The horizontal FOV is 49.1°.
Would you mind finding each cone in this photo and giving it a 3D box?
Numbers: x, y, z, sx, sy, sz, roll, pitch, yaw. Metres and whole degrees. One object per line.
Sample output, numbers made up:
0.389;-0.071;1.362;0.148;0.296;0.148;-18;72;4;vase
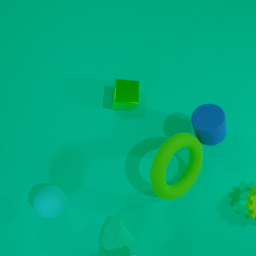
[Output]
-0.125;3.101;7.954;0.883;0.880;0.880;29;76;-27;cone

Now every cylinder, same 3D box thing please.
2.309;-0.082;7.958;0.906;0.906;0.906;-10;58;16;cylinder

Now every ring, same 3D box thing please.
1.384;1.075;7.806;0.393;1.966;1.966;24;74;47;ring

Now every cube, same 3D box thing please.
-0.090;-1.029;8.773;0.752;0.752;0.752;5;77;-8;cube

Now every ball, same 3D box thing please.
-2.103;1.977;7.536;0.843;0.843;0.843;0;77;0;ball

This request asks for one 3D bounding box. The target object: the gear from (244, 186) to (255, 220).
3.875;2.114;8.029;1.114;0.206;1.114;-2;97;-18;gear
